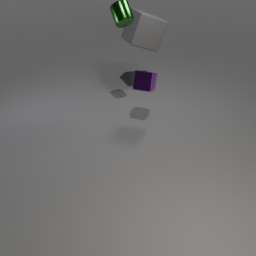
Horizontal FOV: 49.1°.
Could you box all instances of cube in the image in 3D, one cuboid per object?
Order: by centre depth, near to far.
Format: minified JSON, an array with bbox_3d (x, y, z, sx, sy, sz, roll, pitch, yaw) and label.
[{"bbox_3d":[0.636,-1.744,10.436,0.700,0.700,0.700,11,12,16],"label":"cube"},{"bbox_3d":[0.728,-4.507,12.854,1.400,1.400,1.400,6,29,-28],"label":"cube"}]

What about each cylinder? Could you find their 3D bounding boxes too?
[{"bbox_3d":[-0.211,-4.065,9.986,0.700,0.700,0.700,-20,-2,-1],"label":"cylinder"}]
